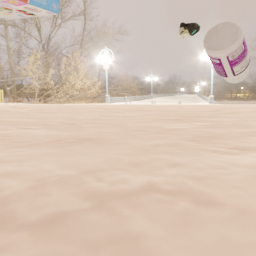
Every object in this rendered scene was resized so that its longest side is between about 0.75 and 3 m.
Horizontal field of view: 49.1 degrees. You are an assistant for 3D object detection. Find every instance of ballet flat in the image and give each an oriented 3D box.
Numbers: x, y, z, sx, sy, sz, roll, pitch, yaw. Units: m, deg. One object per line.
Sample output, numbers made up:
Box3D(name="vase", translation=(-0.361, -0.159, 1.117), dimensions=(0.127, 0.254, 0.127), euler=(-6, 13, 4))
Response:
Box3D(name="ballet flat", translation=(1.886, -3.175, 9.058), dimensions=(0.454, 0.457, 1.336), euler=(34, 11, -16))

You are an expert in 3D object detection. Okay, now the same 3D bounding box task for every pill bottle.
Box3D(name="pill bottle", translation=(3.422, -2.426, 9.460), dimensions=(1.219, 1.219, 2.172), euler=(4, -19, 34))

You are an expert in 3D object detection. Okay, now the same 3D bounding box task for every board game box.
Box3D(name="board game box", translation=(-3.135, -3.304, 7.342), dimensions=(2.137, 0.431, 1.635), euler=(7, 10, 27))
